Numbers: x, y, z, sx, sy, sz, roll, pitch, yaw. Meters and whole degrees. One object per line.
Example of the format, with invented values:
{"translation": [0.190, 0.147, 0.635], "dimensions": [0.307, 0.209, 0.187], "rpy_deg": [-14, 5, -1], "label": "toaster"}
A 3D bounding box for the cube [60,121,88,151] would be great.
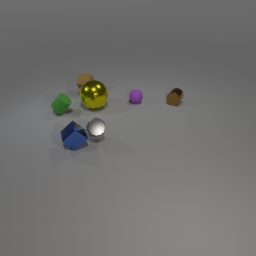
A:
{"translation": [-2.060, 0.288, 10.695], "dimensions": [0.700, 0.700, 0.700], "rpy_deg": [-41, 36, 10], "label": "cube"}

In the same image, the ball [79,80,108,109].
{"translation": [-1.642, -1.615, 13.507], "dimensions": [1.400, 1.400, 1.400], "rpy_deg": [0, 31, 0], "label": "ball"}

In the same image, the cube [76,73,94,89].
{"translation": [-2.237, -2.418, 14.924], "dimensions": [0.700, 0.700, 0.700], "rpy_deg": [2, 64, 16], "label": "cube"}

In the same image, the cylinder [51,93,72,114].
{"translation": [-3.103, -1.138, 13.046], "dimensions": [0.700, 0.700, 0.700], "rpy_deg": [34, 28, -21], "label": "cylinder"}

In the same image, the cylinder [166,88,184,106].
{"translation": [2.375, -1.583, 14.143], "dimensions": [0.700, 0.700, 0.700], "rpy_deg": [15, 33, 23], "label": "cylinder"}

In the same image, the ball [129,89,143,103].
{"translation": [0.409, -1.613, 14.202], "dimensions": [0.700, 0.700, 0.700], "rpy_deg": [0, 31, 0], "label": "ball"}

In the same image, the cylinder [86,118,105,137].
{"translation": [-1.289, -0.014, 11.070], "dimensions": [0.700, 0.700, 0.700], "rpy_deg": [-8, -2, -14], "label": "cylinder"}
